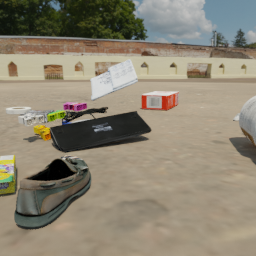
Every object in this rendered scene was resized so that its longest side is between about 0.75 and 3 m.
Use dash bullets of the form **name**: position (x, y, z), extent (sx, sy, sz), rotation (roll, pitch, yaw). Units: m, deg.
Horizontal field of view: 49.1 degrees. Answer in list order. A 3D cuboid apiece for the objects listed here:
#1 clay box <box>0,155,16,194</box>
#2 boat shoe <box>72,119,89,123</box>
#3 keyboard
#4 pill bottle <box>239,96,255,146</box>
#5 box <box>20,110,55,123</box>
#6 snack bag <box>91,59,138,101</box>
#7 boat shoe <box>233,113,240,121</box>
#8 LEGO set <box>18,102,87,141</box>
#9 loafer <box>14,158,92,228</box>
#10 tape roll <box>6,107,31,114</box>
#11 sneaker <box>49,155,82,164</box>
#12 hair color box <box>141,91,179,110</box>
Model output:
- **clay box**: position (-2.573, 0.900, 5.219), extent (0.881, 0.365, 1.534), rotation (-4, 13, -20)
- **boat shoe**: position (-1.050, 0.019, 8.947), extent (1.567, 0.547, 0.555), rotation (-2, -9, -28)
- **keyboard**: position (-0.911, -0.086, 8.508), extent (2.895, 0.298, 1.840), rotation (-11, 41, -25)
- **pill bottle**: position (3.750, -0.018, 6.840), extent (1.500, 1.500, 2.623), rotation (2, 12, 9)
- **box**: position (-3.867, -0.525, 12.064), extent (1.112, 0.351, 1.411), rotation (0, 12, -2)
- **snack bag**: position (-0.552, -1.683, 9.622), extent (1.693, 0.181, 1.597), rotation (-22, 38, 8)
- **boat shoe**: position (4.767, -0.487, 12.043), extent (0.305, 0.290, 0.847), rotation (11, 16, 42)
- **LEGO set**: position (-2.542, -0.196, 9.218), extent (1.009, 0.938, 2.458), rotation (10, 20, 34)
- **loafer**: position (-1.134, 0.834, 4.745), extent (0.784, 0.686, 2.182), rotation (2, 12, 9)
- **tape roll**: position (-5.505, -0.884, 14.120), extent (1.217, 0.222, 1.217), rotation (0, 11, 0)
- **sneaker**: position (-1.343, 0.779, 5.897), extent (0.347, 0.343, 0.874), rotation (17, 9, 41)
- **hair color box**: position (1.900, -1.609, 16.074), extent (1.482, 0.854, 2.673), rotation (5, 14, 23)
